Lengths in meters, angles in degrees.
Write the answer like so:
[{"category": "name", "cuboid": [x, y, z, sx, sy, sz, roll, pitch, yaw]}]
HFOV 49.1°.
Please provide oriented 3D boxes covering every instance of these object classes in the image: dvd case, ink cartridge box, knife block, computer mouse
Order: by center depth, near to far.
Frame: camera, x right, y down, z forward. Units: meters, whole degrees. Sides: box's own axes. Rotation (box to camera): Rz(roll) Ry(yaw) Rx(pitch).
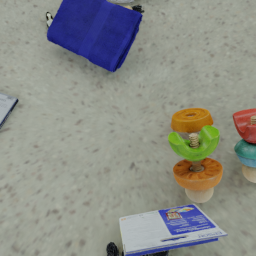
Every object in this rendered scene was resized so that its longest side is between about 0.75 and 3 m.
[{"category": "ink cartridge box", "cuboid": [0.886, 2.399, 6.409, 2.086, 2.111, 0.496, -8, 94, -4]}, {"category": "computer mouse", "cuboid": [0.280, 3.176, 6.946, 1.515, 0.399, 1.049, -19, 61, 0]}, {"category": "dvd case", "cuboid": [-4.552, -0.395, 8.924, 1.376, 0.226, 1.831, 18, 63, 10]}, {"category": "knife block", "cuboid": [-0.052, -4.255, 10.428, 1.270, 1.447, 0.463, -43, 65, 15]}]

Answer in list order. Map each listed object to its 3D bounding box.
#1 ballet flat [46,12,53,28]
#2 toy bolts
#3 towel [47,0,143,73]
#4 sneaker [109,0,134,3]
[{"category": "ballet flat", "cuboid": [-3.016, -4.117, 10.855, 0.347, 0.349, 1.021, -20, 64, -11]}, {"category": "toy bolts", "cuboid": [2.602, 0.654, 7.910, 2.848, 1.975, 2.721, -10, 21, 6]}, {"category": "towel", "cuboid": [-1.171, -3.415, 9.758, 2.951, 0.731, 2.179, 28, 90, 13]}, {"category": "sneaker", "cuboid": [0.330, -6.110, 11.228, 2.758, 1.569, 1.041, -20, 64, -10]}]
